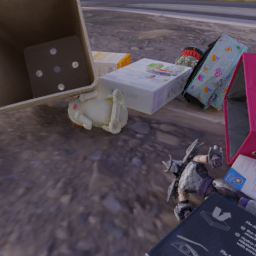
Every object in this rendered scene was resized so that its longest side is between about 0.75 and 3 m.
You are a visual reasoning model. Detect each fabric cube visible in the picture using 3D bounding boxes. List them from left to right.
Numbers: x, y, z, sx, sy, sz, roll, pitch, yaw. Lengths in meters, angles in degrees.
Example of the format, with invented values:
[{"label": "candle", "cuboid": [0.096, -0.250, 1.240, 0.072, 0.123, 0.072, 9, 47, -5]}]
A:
[{"label": "fabric cube", "cuboid": [3.160, -0.285, 5.848, 1.855, 1.826, 1.861, 3, 65, 6]}]

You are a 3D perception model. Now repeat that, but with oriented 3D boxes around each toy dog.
[{"label": "toy dog", "cuboid": [-0.875, -0.477, 7.543, 1.588, 1.108, 1.539, 5, 2, 18]}]

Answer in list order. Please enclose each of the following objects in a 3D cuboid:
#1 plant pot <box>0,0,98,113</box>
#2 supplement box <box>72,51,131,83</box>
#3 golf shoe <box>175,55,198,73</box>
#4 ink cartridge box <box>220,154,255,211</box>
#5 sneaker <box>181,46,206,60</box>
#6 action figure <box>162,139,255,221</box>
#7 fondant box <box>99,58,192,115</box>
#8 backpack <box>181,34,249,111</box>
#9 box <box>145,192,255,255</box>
[{"label": "plant pot", "cuboid": [-2.377, -2.025, 8.017, 2.952, 2.949, 2.614, -13, -3, 2]}, {"label": "supplement box", "cuboid": [-1.247, -2.460, 11.293, 2.438, 0.896, 1.536, 8, 30, 13]}, {"label": "golf shoe", "cuboid": [2.954, -2.111, 10.963, 1.250, 1.007, 2.571, 2, 23, -44]}, {"label": "ink cartridge box", "cuboid": [2.537, 1.235, 4.935, 1.586, 0.668, 1.147, 20, 35, 32]}, {"label": "sneaker", "cuboid": [3.527, -2.845, 12.175, 2.547, 1.010, 1.217, 30, 29, 30]}, {"label": "action figure", "cuboid": [1.460, 1.070, 4.658, 2.224, 1.447, 0.772, 31, 24, 33]}, {"label": "fondant box", "cuboid": [0.674, -1.577, 9.783, 2.075, 0.838, 2.876, 20, 36, 29]}, {"label": "backpack", "cuboid": [2.867, -1.717, 8.726, 1.627, 2.122, 1.865, 31, 37, 17]}, {"label": "box", "cuboid": [1.292, 1.874, 3.517, 1.594, 0.936, 1.568, -26, 38, -37]}]
